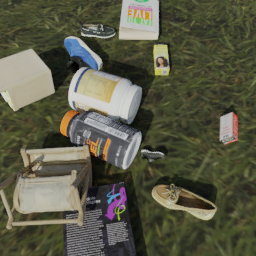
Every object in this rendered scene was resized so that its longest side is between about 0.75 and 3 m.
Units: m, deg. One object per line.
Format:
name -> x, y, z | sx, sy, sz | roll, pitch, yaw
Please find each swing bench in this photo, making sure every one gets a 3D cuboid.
swing bench -> -2.377, 1.691, 8.576 | 2.259, 1.474, 2.272 | -3, 26, 4

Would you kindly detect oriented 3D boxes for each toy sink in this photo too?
toy sink -> -4.503, -1.809, 11.242 | 2.499, 1.400, 1.629 | -30, 60, -25

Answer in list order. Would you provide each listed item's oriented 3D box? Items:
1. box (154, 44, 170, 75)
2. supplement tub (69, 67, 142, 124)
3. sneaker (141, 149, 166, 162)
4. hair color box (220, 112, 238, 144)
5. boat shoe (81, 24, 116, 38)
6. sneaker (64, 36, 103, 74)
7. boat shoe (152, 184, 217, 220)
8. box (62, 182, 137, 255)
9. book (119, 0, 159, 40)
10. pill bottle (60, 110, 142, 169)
box -> 1.513, -3.141, 12.754 | 0.635, 0.423, 1.687 | 0, 55, -1
supplement tub -> -0.832, -1.186, 10.589 | 2.388, 1.724, 1.724 | 19, 57, 13
sneaker -> 0.883, 1.039, 9.931 | 0.911, 0.303, 0.412 | 10, 58, 11
hair color box -> 3.755, 0.004, 10.442 | 0.341, 0.566, 1.114 | 34, 52, -26
boat shoe -> -1.484, -4.854, 13.884 | 1.719, 0.519, 0.650 | -3, 55, -2
sneaker -> -2.378, -3.168, 12.469 | 2.367, 0.908, 1.317 | 43, 57, 18
boat shoe -> 1.766, 2.236, 8.870 | 2.045, 0.641, 0.749 | 16, 57, 11
box -> -0.874, 3.129, 8.341 | 2.036, 0.514, 2.847 | -7, 57, -6
book -> 0.610, -5.693, 14.462 | 1.953, 0.702, 2.923 | 5, 54, -2
pill bottle -> -0.998, 0.276, 9.762 | 2.688, 1.428, 1.428 | 22, 58, 15
